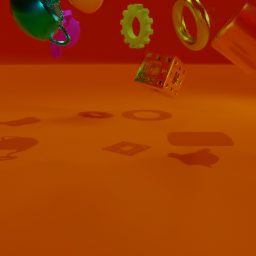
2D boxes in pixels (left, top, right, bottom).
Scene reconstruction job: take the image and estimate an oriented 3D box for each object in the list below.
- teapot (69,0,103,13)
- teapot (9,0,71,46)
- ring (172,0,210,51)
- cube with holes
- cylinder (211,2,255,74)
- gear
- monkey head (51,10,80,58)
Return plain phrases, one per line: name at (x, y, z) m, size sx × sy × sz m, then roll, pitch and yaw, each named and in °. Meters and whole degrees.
teapot at (-1.003, -3.200, 6.382) m, size 0.823 × 1.046 × 1.682 m, roll -5°, pitch 17°, yaw -30°
teapot at (-1.671, -2.266, 5.245) m, size 0.819 × 1.673 × 1.040 m, roll -25°, pitch 29°, yaw 19°
ring at (2.174, -3.692, 9.836) m, size 0.402 × 2.010 × 2.010 m, roll -26°, pitch 20°, yaw -9°
cube with holes at (0.745, -1.176, 6.216) m, size 0.743 × 0.743 × 0.743 m, roll 22°, pitch 0°, yaw 33°
cylinder at (2.952, -2.196, 6.933) m, size 1.252 × 1.252 × 1.252 m, roll 37°, pitch 16°, yaw -2°
gear at (0.281, -3.554, 9.844) m, size 0.267 × 1.446 × 1.446 m, roll -19°, pitch 23°, yaw -35°
monkey head at (-2.169, -3.084, 8.791) m, size 1.250 × 1.047 × 1.738 m, roll 14°, pitch 60°, yaw 11°
